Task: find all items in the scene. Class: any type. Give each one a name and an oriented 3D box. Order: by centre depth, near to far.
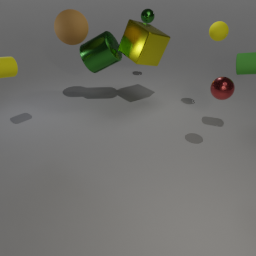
[{"bbox_3d":[2.842,-1.193,8.436,0.700,0.700,0.700,0,30,0],"label":"ball"},{"bbox_3d":[3.971,-2.125,9.241,0.700,0.700,0.700,3,28,27],"label":"cylinder"},{"bbox_3d":[-4.337,-2.105,9.739,0.700,0.700,0.700,22,27,33],"label":"cylinder"},{"bbox_3d":[3.386,-3.606,10.445,0.700,0.700,0.700,0,30,0],"label":"ball"},{"bbox_3d":[-2.336,-4.161,11.589,1.400,1.400,1.400,0,30,0],"label":"ball"},{"bbox_3d":[0.681,-3.648,12.110,1.400,1.400,1.400,-7,42,-44],"label":"cube"},{"bbox_3d":[-1.194,-3.362,12.483,1.400,1.400,1.400,-21,22,23],"label":"cylinder"},{"bbox_3d":[0.991,-5.647,14.137,0.700,0.700,0.700,0,30,0],"label":"ball"}]
